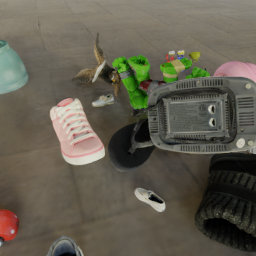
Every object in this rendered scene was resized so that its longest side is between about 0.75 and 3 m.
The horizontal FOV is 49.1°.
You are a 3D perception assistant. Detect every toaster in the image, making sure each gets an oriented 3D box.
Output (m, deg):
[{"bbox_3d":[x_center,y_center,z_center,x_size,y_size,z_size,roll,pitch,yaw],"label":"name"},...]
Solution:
[{"bbox_3d":[1.688,-0.332,6.522,2.811,1.597,1.815,-3,6,24],"label":"toaster"}]

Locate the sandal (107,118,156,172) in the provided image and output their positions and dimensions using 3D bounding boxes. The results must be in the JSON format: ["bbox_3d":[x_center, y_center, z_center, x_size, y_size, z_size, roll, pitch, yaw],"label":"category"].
[{"bbox_3d":[0.519,0.126,7.320,1.051,0.592,2.763,47,50,11],"label":"sandal"}]

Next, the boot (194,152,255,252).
[{"bbox_3d":[2.744,1.372,5.358,2.701,1.016,2.020,-3,26,23],"label":"boot"}]

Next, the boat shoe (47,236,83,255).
[{"bbox_3d":[-0.833,2.731,3.617,0.984,0.929,2.742,-3,35,-5],"label":"boat shoe"}]

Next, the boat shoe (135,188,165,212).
[{"bbox_3d":[0.465,1.480,6.018,0.285,0.261,0.793,-27,43,-33],"label":"boat shoe"}]

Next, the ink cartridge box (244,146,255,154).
[{"bbox_3d":[3.593,-0.124,7.711,2.293,0.967,1.674,19,39,25],"label":"ink cartridge box"}]

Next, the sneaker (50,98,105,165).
[{"bbox_3d":[-1.338,-0.012,6.797,0.894,1.242,2.375,-20,22,-19],"label":"sneaker"}]

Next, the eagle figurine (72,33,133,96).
[{"bbox_3d":[-1.033,-2.223,10.344,1.853,1.843,2.442,-36,59,-27],"label":"eagle figurine"}]

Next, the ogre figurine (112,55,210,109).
[{"bbox_3d":[0.891,-1.191,8.475,2.896,1.736,1.421,3,37,12],"label":"ogre figurine"}]

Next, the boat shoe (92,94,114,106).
[{"bbox_3d":[-0.825,-0.910,9.167,0.339,0.310,0.908,13,22,35],"label":"boat shoe"}]

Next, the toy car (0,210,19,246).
[{"bbox_3d":[-3.693,2.062,4.875,2.683,0.598,2.525,12,36,17],"label":"toy car"}]

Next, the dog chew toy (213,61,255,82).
[{"bbox_3d":[3.971,-1.626,9.652,2.204,1.373,1.373,-12,35,-31],"label":"dog chew toy"}]

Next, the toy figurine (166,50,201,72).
[{"bbox_3d":[2.386,-2.728,12.022,1.487,0.784,0.891,-1,63,3],"label":"toy figurine"}]

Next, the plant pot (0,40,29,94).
[{"bbox_3d":[-5.054,-2.421,10.562,2.259,1.513,2.259,1,35,0],"label":"plant pot"}]
